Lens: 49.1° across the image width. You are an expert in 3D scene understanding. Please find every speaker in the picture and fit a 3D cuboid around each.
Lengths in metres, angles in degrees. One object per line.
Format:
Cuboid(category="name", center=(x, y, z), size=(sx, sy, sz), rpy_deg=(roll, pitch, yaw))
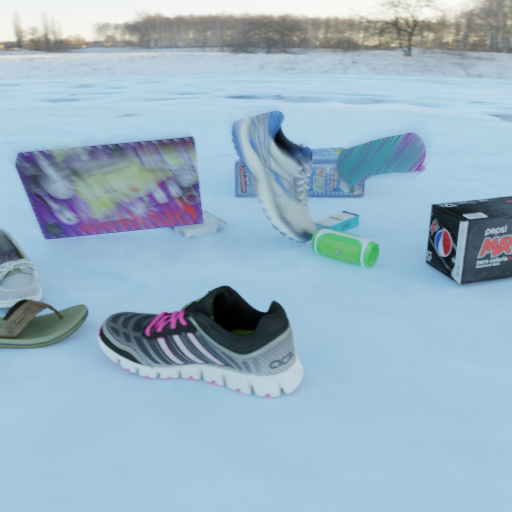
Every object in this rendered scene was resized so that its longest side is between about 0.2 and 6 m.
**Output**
Cuboid(category="speaker", center=(1.687, -0.161, 10.682), size=(1.241, 0.549, 0.549), rpy_deg=(17, 28, 35))

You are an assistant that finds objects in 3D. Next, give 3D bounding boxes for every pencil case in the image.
Cuboid(category="pencil case", center=(2.514, -1.941, 11.394), size=(0.768, 0.834, 1.804), rpy_deg=(-37, 18, -30))

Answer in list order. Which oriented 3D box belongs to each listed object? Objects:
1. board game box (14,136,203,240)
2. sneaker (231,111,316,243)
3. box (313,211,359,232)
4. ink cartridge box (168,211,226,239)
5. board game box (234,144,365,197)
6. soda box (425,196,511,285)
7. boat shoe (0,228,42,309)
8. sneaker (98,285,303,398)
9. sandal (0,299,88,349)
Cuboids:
Cuboid(category="board game box", center=(-2.761, -1.294, 11.062), size=(3.293, 1.976, 0.532), rpy_deg=(-7, 52, -5))
Cuboid(category="sneaker", center=(0.608, -1.522, 10.897), size=(1.187, 2.788, 1.074), rpy_deg=(-21, 20, 26))
Cuboid(category="box", center=(1.764, -0.703, 12.299), size=(1.091, 0.268, 0.449), rpy_deg=(-21, 31, -40))
Cuboid(category="ink cartridge box", center=(-1.330, -0.688, 12.341), size=(1.022, 0.207, 1.020), rpy_deg=(-14, 27, -30))
Cuboid(category="board game box", center=(0.842, -2.429, 15.413), size=(3.283, 1.013, 3.285), rpy_deg=(-5, 24, -13))
Cuboid(category="soda box", center=(5.011, -0.411, 10.318), size=(3.579, 1.266, 1.133), rpy_deg=(-7, 21, -14))
Cuboid(category="boat shoe", center=(-4.223, 0.211, 9.511), size=(0.870, 0.757, 2.361), rpy_deg=(-11, 25, -25))
Cuboid(category="sneaker", center=(-0.760, 0.917, 7.238), size=(2.814, 1.231, 1.038), rpy_deg=(8, 24, 18))
Cuboid(category="sandal", center=(-3.433, 0.942, 8.040), size=(1.976, 0.564, 0.785), rpy_deg=(-6, 24, -14))
